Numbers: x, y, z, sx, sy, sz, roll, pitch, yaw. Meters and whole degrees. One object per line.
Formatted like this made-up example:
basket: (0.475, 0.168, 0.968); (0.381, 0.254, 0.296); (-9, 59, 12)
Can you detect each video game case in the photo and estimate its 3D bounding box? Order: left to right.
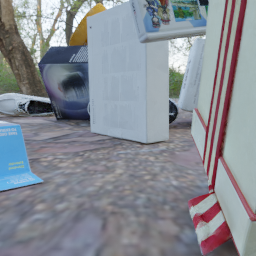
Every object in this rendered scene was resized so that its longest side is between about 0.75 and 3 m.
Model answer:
video game case: (0.983, -2.527, 4.277); (2.439, 2.224, 0.268); (-15, 2, -26)

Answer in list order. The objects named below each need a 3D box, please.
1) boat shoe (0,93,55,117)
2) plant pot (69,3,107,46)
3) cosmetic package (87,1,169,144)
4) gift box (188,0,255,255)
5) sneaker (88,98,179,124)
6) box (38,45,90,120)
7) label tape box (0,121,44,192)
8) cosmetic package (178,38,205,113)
boat shoe: (-4.497, -0.924, 12.362); (2.908, 1.047, 0.996); (8, 4, -19)
plant pot: (-0.993, -3.583, 11.484); (1.933, 2.111, 2.111); (39, 5, -6)
cosmetic package: (-0.072, -1.265, 6.604); (0.769, 2.974, 2.243); (-8, 11, -40)
gift box: (1.470, -0.111, 2.034); (1.969, 1.993, 2.134); (2, 27, 6)
sneaker: (0.034, -0.587, 8.533); (2.972, 1.122, 1.691); (4, 6, 11)
box: (-1.602, -1.599, 10.226); (2.437, 2.457, 1.514); (1, 42, 11)
label tape box: (-2.230, 0.292, 3.647); (1.506, 0.661, 2.089); (-6, 9, -40)
cosmetic package: (3.233, -1.458, 9.280); (2.707, 2.266, 2.252); (13, 8, 6)
